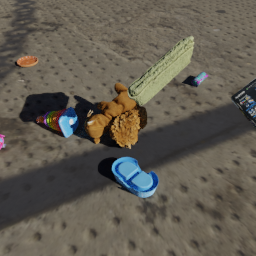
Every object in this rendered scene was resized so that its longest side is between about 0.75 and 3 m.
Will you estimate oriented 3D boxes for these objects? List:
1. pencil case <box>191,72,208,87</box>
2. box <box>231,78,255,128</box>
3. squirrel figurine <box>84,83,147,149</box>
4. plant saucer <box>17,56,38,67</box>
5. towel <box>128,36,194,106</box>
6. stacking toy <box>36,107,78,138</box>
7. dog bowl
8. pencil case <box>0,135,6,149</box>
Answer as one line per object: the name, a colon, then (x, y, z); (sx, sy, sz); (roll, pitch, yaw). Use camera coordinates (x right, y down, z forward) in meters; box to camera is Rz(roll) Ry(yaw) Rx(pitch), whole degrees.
pencil case: (3.251, -2.212, 12.715); (0.411, 0.379, 0.890); (7, 37, 41)
box: (3.465, -0.743, 6.721); (1.501, 0.345, 1.193); (-40, 72, 15)
squirrel figurine: (-0.459, -0.242, 9.698); (1.961, 1.487, 2.101); (-32, 47, -23)
plant saucer: (-5.081, -3.354, 14.210); (1.031, 0.166, 1.031); (0, 40, 0)
towel: (0.872, -1.399, 7.128); (2.059, 1.528, 0.376); (-44, 80, 6)
stacking toy: (-2.729, -0.300, 10.312); (1.615, 0.886, 0.937); (6, 43, 26)
dog bowl: (0.203, 1.491, 8.430); (1.558, 0.386, 0.868); (32, 50, 31)
pencil case: (-4.979, 0.275, 9.616); (1.636, 0.723, 0.723); (22, 45, 23)
